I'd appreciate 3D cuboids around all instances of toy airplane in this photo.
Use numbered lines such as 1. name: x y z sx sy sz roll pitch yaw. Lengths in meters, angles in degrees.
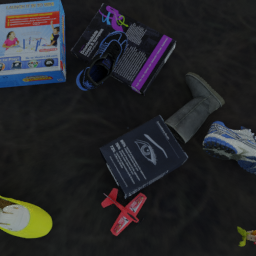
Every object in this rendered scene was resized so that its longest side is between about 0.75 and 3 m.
1. toy airplane: -0.152 2.034 7.030 1.239 0.228 1.239 0 87 -7

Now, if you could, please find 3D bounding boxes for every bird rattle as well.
1. bird rattle: 2.927 2.465 6.388 0.662 0.812 0.457 1 77 -38

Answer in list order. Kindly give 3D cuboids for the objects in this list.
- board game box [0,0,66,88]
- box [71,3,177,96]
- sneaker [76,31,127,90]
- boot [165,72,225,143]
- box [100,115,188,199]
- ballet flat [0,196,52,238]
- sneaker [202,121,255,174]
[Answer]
1. board game box: -3.188 -2.529 8.409 2.536 0.709 2.483 -5 70 -1
2. box: -0.140 -2.377 8.397 2.587 0.467 1.849 32 83 9
3. sneaker: -0.537 -1.831 7.482 0.726 0.806 2.069 41 72 -27
4. boot: 1.655 -0.601 7.869 1.661 0.603 1.511 -41 66 -2
5. box: 0.381 0.748 7.164 1.806 0.942 1.337 -27 73 -10
6. ballet flat: -2.985 1.995 6.610 2.386 0.800 0.797 18 77 11
7. sneaker: 3.087 0.455 7.248 2.273 0.876 0.968 24 60 -7
